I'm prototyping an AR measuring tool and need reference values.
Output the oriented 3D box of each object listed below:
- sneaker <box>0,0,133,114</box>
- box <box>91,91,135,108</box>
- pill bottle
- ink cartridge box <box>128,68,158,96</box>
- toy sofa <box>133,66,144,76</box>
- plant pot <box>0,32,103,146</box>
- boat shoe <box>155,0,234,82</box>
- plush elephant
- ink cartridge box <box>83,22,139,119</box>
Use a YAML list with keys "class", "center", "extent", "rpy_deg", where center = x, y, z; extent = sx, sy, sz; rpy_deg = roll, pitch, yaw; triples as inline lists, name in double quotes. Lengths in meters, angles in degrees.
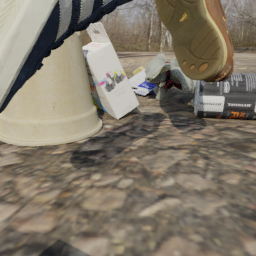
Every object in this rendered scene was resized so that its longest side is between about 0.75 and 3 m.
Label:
- class: "sneaker"
  center: [-0.500, -1.307, 2.719]
  extent: [1.111, 2.963, 1.252]
  rpy_deg: [40, 11, 37]
- class: "box"
  center: [-0.807, -1.085, 10.316]
  extent: [2.096, 0.525, 0.789]
  rpy_deg: [-9, 20, -26]
- class: "pill bottle"
  center: [3.430, -0.981, 8.575]
  extent: [2.644, 1.404, 1.404]
  rpy_deg: [3, 18, 11]
- class: "ink cartridge box"
  center: [0.928, -2.096, 12.976]
  extent: [2.222, 0.522, 2.196]
  rpy_deg: [-39, 35, -20]
- class: "toy sofa"
  center: [1.295, -2.613, 14.765]
  extent: [2.039, 0.995, 0.844]
  rpy_deg: [18, 50, 43]
- class: "plant pot"
  center: [-2.144, -1.255, 7.445]
  extent: [2.879, 2.635, 2.879]
  rpy_deg: [0, 18, 0]
- class: "boat shoe"
  center: [1.255, -2.110, 5.248]
  extent: [0.955, 2.828, 1.018]
  rpy_deg: [5, -24, -45]
- class: "plush elephant"
  center: [1.637, -1.930, 10.608]
  extent: [2.094, 2.704, 2.227]
  rpy_deg: [-14, 21, 19]
- class: "ink cartridge box"
  center: [-0.841, -1.758, 8.697]
  extent: [0.919, 2.707, 1.559]
  rpy_deg: [-34, 28, -14]
